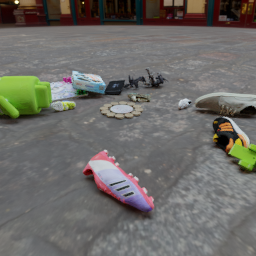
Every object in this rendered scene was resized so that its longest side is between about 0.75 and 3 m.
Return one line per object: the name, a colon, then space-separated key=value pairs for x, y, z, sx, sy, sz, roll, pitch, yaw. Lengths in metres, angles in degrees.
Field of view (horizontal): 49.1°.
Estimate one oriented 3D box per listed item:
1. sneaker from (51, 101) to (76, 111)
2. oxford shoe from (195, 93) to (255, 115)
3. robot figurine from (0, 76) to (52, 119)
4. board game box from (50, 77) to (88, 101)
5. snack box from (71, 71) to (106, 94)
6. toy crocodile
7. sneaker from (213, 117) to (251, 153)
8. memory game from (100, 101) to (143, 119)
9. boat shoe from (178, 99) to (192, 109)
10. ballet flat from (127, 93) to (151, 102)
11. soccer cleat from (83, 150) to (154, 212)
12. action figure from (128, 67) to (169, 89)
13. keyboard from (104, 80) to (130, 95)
sneaker: x=-2.847 y=-0.970 z=12.138 sx=1.074 sy=0.407 sz=0.564 roll=-2 pitch=13 yaw=-30
oxford shoe: x=4.107 y=-0.915 z=11.500 sx=2.665 sy=1.002 sz=0.769 roll=3 pitch=66 yaw=9
robot figurine: x=-4.552 y=-1.333 z=11.493 sx=2.689 sy=1.555 sz=2.359 roll=-2 pitch=26 yaw=-3
board game box: x=-3.780 y=-2.014 z=14.306 sx=2.717 sy=0.351 sz=2.717 roll=-13 pitch=28 yaw=-25
snack box: x=-2.076 y=-2.370 z=14.301 sx=1.517 sy=0.484 sz=2.611 roll=8 pitch=18 yaw=-16
toy crocodile: x=3.762 y=0.974 z=7.689 sx=2.055 sy=0.694 sz=0.634 roll=23 pitch=-8 yaw=43
sneaker: x=3.142 y=0.185 z=9.268 sx=0.897 sy=0.698 sz=1.995 roll=-2 pitch=27 yaw=-12
memory game: x=-0.269 y=-0.779 z=11.987 sx=1.861 sy=0.119 sz=1.861 roll=1 pitch=25 yaw=0
boat shoe: x=2.526 y=-1.046 z=12.349 sx=0.342 sy=0.359 sz=0.999 roll=14 pitch=19 yaw=29
ballet flat: x=0.507 y=-1.380 z=13.034 sx=1.131 sy=0.384 sz=0.426 roll=5 pitch=49 yaw=8
soccer cleat: x=-0.271 y=1.404 z=6.876 sx=0.887 sy=0.774 sz=2.319 roll=-43 pitch=45 yaw=-10
action figure: x=1.140 y=-2.680 z=14.956 sx=2.069 sy=1.056 sz=1.230 roll=-9 pitch=16 yaw=-14
keyboard: x=-0.507 y=-2.150 z=14.749 sx=1.214 sy=0.259 sz=2.023 roll=-3 pitch=26 yaw=8
